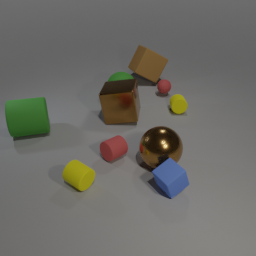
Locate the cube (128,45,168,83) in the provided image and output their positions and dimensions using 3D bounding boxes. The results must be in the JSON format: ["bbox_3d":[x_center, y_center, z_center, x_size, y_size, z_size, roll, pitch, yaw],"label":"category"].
[{"bbox_3d":[1.065,-3.494,15.225,1.400,1.400,1.400,21,16,-25],"label":"cube"}]

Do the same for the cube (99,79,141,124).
[{"bbox_3d":[-0.297,-1.125,11.772,1.400,1.400,1.400,-4,30,10],"label":"cube"}]

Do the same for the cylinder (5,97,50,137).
[{"bbox_3d":[-3.808,-0.424,10.726,1.400,1.400,1.400,-8,32,-13],"label":"cylinder"}]

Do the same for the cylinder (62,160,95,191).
[{"bbox_3d":[-1.457,1.400,8.320,0.700,0.700,0.700,26,39,27],"label":"cylinder"}]

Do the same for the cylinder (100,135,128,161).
[{"bbox_3d":[-0.481,0.681,9.487,0.700,0.700,0.700,-23,38,-38],"label":"cylinder"}]

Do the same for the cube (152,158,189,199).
[{"bbox_3d":[1.231,1.439,8.052,0.700,0.700,0.700,-35,42,-14],"label":"cube"}]

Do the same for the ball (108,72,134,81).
[{"bbox_3d":[-0.319,-1.969,13.328,1.400,1.400,1.400,0,31,0],"label":"ball"}]

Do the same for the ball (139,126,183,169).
[{"bbox_3d":[1.056,0.636,8.997,1.400,1.400,1.400,0,31,0],"label":"ball"}]

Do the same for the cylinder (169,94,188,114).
[{"bbox_3d":[2.245,-1.077,12.500,0.700,0.700,0.700,0,24,0],"label":"cylinder"}]

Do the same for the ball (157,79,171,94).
[{"bbox_3d":[1.802,-2.068,13.942,0.700,0.700,0.700,0,31,0],"label":"ball"}]
